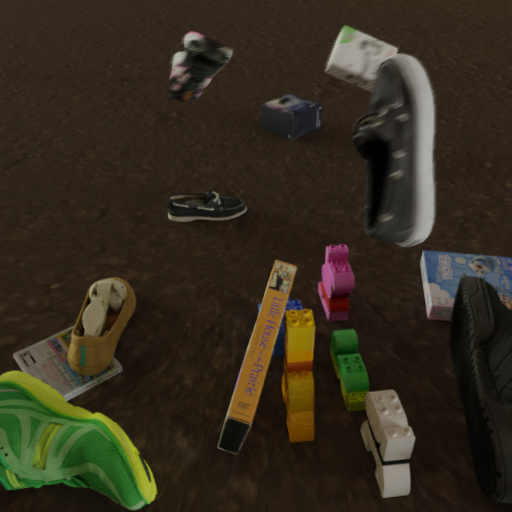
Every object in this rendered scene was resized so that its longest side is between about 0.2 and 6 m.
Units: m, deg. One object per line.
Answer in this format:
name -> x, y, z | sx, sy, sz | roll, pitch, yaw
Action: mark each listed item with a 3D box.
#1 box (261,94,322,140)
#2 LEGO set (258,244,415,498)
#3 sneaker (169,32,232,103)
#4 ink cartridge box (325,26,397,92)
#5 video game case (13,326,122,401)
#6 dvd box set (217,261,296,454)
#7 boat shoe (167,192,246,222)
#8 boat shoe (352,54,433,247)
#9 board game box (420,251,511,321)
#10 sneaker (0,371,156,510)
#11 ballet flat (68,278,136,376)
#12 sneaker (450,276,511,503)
box -> 0.997, -3.961, 15.875 | 1.237, 0.769, 1.247 | -31, 46, -34
LEGO set -> 0.918, 1.160, 7.955 | 1.542, 1.659, 4.044 | -5, 36, -5
sneaker -> -1.291, -3.922, 12.141 | 1.025, 1.101, 2.551 | 17, -3, -17
ink cartridge box -> 1.888, -3.511, 10.065 | 1.056, 0.768, 0.444 | 21, -8, -4
video game case -> -2.896, 1.639, 8.591 | 1.186, 0.144, 1.302 | -26, 43, -31
dvd box set -> 0.006, 1.331, 7.271 | 0.315, 1.566, 2.140 | 18, 57, 2
boat shoe -> -1.055, -1.104, 12.088 | 1.725, 0.520, 0.652 | -9, 37, -12
boat shoe -> 1.637, -1.398, 7.116 | 0.855, 2.581, 0.902 | 4, -9, -20
board game box -> 3.824, 0.553, 9.915 | 1.636, 0.357, 1.644 | 4, 36, 8
sneaker -> -2.423, 2.449, 6.856 | 2.920, 1.082, 1.220 | 15, 47, 30
ballet flat -> -2.418, 0.866, 9.000 | 0.840, 0.771, 2.446 | 2, 31, -5
sneaker -> 3.913, 1.938, 7.292 | 2.186, 1.259, 4.191 | 3, 41, 8
